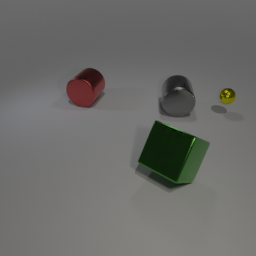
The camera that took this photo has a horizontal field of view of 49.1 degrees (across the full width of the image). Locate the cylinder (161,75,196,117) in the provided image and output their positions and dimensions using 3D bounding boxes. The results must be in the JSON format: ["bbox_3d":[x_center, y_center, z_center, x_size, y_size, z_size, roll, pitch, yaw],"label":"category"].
[{"bbox_3d":[2.182,-1.416,12.297,1.400,1.400,1.400,3,33,4],"label":"cylinder"}]

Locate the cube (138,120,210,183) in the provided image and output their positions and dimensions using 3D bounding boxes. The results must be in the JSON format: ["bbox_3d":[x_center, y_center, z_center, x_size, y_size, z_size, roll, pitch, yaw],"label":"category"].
[{"bbox_3d":[1.411,0.743,8.518,1.400,1.400,1.400,25,4,33],"label":"cube"}]

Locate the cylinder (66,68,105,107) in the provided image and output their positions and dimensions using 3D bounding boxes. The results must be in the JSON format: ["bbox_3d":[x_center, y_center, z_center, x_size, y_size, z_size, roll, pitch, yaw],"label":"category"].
[{"bbox_3d":[-1.941,-1.907,13.043,1.400,1.400,1.400,9,34,14],"label":"cylinder"}]

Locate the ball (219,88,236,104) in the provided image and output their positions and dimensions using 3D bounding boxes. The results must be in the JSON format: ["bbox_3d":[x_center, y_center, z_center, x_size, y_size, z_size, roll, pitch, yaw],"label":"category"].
[{"bbox_3d":[4.215,-1.351,11.879,0.700,0.700,0.700,0,33,0],"label":"ball"}]
